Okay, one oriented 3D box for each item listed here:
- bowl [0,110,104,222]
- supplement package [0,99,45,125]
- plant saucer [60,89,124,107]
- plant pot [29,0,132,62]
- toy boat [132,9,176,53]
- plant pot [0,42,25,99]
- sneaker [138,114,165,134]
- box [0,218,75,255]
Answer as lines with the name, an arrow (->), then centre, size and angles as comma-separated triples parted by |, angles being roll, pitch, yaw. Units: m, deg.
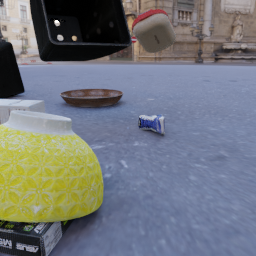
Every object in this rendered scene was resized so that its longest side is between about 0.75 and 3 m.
bowl -> -1.360, 0.381, 4.167 | 2.188, 1.177, 2.188 | 9, 4, -1
supplement package -> -3.286, -0.314, 8.097 | 1.533, 0.899, 0.896 | 3, 16, 10
plant saucer -> -1.622, -1.378, 12.726 | 2.865, 0.493, 2.865 | 1, 15, 0
plant pot -> -1.572, -2.970, 7.878 | 2.303, 2.309, 2.048 | -10, -6, -33
toy boat -> 1.029, -4.172, 11.502 | 1.503, 1.506, 2.303 | -19, -22, 18
plant pot -> -7.165, -2.623, 13.779 | 2.660, 2.653, 2.359 | 6, 30, 21
sneaker -> 0.673, -0.103, 8.203 | 0.756, 0.529, 1.309 | -3, 9, 2
box -> -1.515, 1.087, 4.037 | 1.574, 0.387, 1.629 | 1, 16, 13
